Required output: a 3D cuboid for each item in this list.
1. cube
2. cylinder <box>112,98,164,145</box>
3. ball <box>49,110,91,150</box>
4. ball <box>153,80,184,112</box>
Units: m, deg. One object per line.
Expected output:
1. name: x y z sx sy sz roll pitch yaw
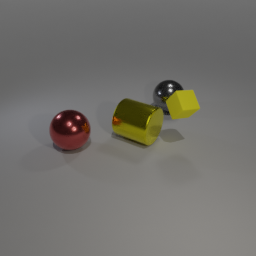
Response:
1. cube: 1.778 -0.759 9.131 0.700 0.700 0.700 -7 70 -26
2. cylinder: 0.362 -0.241 10.126 1.400 1.400 1.400 19 34 27
3. ball: -1.984 0.065 9.629 1.400 1.400 1.400 0 29 0
4. ball: 1.775 -1.391 12.204 1.400 1.400 1.400 0 29 0
